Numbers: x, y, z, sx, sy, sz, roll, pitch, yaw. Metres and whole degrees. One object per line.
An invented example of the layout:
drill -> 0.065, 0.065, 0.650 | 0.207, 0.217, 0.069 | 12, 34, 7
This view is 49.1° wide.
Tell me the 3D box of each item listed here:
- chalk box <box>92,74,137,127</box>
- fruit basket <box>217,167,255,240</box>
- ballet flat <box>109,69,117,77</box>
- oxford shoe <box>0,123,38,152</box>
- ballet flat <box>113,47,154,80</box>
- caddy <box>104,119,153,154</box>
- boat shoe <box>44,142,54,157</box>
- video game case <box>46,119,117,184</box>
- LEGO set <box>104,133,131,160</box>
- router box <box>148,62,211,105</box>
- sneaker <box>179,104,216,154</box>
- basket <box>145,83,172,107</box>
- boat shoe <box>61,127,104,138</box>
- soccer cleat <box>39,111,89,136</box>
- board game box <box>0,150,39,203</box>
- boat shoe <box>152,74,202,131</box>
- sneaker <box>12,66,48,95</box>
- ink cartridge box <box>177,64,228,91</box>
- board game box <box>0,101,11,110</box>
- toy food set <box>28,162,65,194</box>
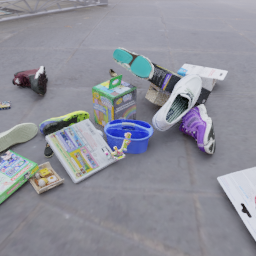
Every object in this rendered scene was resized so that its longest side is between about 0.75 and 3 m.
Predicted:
chalk box -> -0.552, -1.156, 11.465 | 1.345, 2.162, 1.338 | -29, 43, -36
fruit basket -> 4.433, 2.016, 7.841 | 2.904, 1.361, 2.690 | -19, 35, 0
ballet flat -> -0.879, -3.218, 16.304 | 0.347, 0.239, 1.030 | -10, 35, -15
oxford shoe -> -4.371, 0.320, 10.660 | 0.562, 0.732, 1.946 | 3, 27, 47
ballet flat -> 0.325, -2.520, 11.098 | 0.851, 0.851, 2.371 | -22, 47, -30
caddy -> 0.024, 0.207, 10.519 | 1.831, 0.961, 1.294 | 6, 35, 8
boat shoe -> -2.893, 0.682, 10.394 | 0.376, 0.322, 1.027 | 1, 35, 1
video game case -> -1.586, 0.726, 9.669 | 1.750, 0.212, 1.923 | -26, 70, -34
LEGO set -> -0.208, 0.708, 9.536 | 1.169, 0.538, 0.435 | -40, 25, -7
router box -> 2.077, -2.160, 13.051 | 2.982, 0.779, 2.344 | 12, 20, -41
sneaker -> 2.637, 0.102, 10.858 | 1.231, 1.189, 2.950 | -12, 24, 9
basket -> 1.525, -1.449, 12.792 | 1.230, 0.759, 0.834 | 13, 20, -36
boat shoe -> -1.836, 0.162, 10.831 | 1.861, 0.671, 0.660 | 2, 38, 7
soccer cleat -> -2.623, -0.302, 11.547 | 2.140, 0.692, 0.895 | -22, 32, -31
board game box -> -4.056, 1.630, 8.745 | 1.417, 0.306, 2.105 | 20, 45, 28
boat shoe -> 2.146, -1.023, 10.768 | 2.965, 1.091, 0.990 | -54, 12, -20
sneaker -> -5.130, -2.324, 14.390 | 1.717, 1.125, 2.973 | -10, 24, -6
ink cartridge box -> 3.939, -2.673, 14.979 | 2.376, 0.792, 1.376 | 16, 37, 22
board game box -> -5.946, -1.032, 13.107 | 0.847, 0.146, 0.574 | -9, 35, -12
toy food set -> -2.685, 1.551, 9.000 | 0.854, 0.360, 1.190 | -23, 37, -30
